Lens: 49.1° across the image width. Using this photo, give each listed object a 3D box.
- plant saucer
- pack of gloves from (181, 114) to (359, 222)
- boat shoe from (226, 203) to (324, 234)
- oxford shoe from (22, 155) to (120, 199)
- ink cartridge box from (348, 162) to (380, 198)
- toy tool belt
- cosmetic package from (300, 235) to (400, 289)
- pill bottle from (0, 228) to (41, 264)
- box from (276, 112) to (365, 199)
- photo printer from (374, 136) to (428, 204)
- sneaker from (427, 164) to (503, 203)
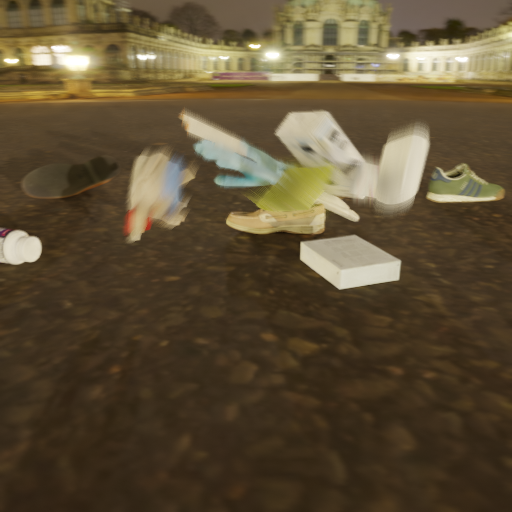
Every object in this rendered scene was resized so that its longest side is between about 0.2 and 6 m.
[{"bbox_3d":[0.686,-1.041,9.009,1.037,0.248,1.036,2,42,44],"label":"plant saucer"},{"bbox_3d":[0.080,-1.817,12.808,3.802,0.750,3.194,21,17,-23],"label":"pack of gloves"},{"bbox_3d":[0.395,-0.849,11.555,2.028,0.654,0.723,2,20,5],"label":"boat shoe"},{"bbox_3d":[-4.887,-1.939,14.737,2.561,0.913,0.913,-19,-3,-37],"label":"oxford shoe"},{"bbox_3d":[2.394,-1.533,11.513,0.822,0.594,0.348,9,39,-17],"label":"ink cartridge box"},{"bbox_3d":[-1.731,-1.090,10.374,1.133,1.151,1.844,4,44,-9],"label":"toy tool belt"},{"bbox_3d":[1.536,0.072,9.396,1.095,0.375,1.453,-5,21,-20],"label":"cosmetic package"},{"bbox_3d":[-4.318,-0.169,9.749,1.061,0.591,0.591,7,21,20],"label":"pill bottle"},{"bbox_3d":[1.595,-2.222,12.545,1.257,2.156,0.648,18,70,52],"label":"box"},{"bbox_3d":[2.459,-1.429,9.615,0.383,1.103,0.918,18,-9,-19],"label":"photo printer"},{"bbox_3d":[5.281,-1.845,13.978,2.004,0.900,0.672,-3,20,-8],"label":"sneaker"}]
